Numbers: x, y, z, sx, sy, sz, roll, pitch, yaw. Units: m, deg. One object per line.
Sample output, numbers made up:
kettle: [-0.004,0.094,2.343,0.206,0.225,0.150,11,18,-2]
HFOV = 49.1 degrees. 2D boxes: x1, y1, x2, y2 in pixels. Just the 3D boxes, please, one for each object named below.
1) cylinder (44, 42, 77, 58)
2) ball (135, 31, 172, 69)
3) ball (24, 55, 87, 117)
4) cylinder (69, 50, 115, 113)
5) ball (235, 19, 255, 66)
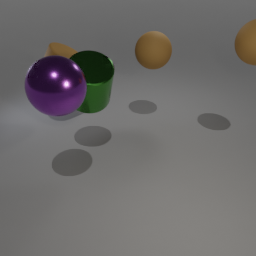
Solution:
cylinder: [-2.606,-2.331,10.818,1.400,1.400,1.400,25,27,-14]
ball: [0.959,-2.931,10.610,1.400,1.400,1.400,0,30,0]
ball: [-1.657,-0.963,6.495,1.400,1.400,1.400,0,30,0]
cylinder: [-1.182,-1.395,8.630,1.400,1.400,1.400,5,57,-7]
ball: [4.044,-2.649,8.663,1.400,1.400,1.400,0,30,0]
